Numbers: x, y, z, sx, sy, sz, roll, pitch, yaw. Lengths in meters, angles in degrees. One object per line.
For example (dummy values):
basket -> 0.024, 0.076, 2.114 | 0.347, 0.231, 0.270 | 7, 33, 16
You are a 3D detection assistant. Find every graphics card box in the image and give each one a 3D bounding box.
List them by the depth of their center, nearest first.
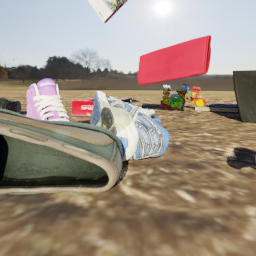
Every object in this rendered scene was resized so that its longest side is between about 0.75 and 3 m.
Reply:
graphics card box -> -0.917, -0.835, 10.794 | 1.494, 0.606, 2.381 | 3, 9, 21

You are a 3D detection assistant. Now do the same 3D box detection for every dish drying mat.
dish drying mat -> 1.296, -1.964, 8.524 | 0.258, 1.089, 2.835 | 12, -6, -37

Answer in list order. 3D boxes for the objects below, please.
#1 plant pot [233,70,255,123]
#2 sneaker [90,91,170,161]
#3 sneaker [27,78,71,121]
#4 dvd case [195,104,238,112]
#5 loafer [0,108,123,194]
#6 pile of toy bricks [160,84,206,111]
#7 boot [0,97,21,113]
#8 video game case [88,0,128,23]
plant pot -> 4.287, -0.977, 8.645 | 1.777, 1.577, 1.773 | 5, 11, 31
sneaker -> -0.058, -0.008, 5.153 | 1.141, 1.032, 2.678 | 6, 15, -16
sneaker -> -1.391, -0.222, 4.936 | 0.819, 1.288, 2.259 | -4, 11, -34
dvd case -> 4.531, -0.856, 11.977 | 2.633, 0.210, 1.958 | 6, 11, 43
loafer -> -1.350, 0.296, 3.042 | 2.626, 0.944, 0.826 | 1, 15, -5
pile of toy bricks -> 2.239, -1.214, 12.340 | 2.093, 1.033, 1.161 | 13, -27, 34
boot -> -5.156, -0.737, 9.733 | 2.167, 0.711, 1.786 | 5, 0, 7
video game case -> -0.608, -3.573, 7.518 | 0.972, 1.073, 0.192 | -36, -2, 29
